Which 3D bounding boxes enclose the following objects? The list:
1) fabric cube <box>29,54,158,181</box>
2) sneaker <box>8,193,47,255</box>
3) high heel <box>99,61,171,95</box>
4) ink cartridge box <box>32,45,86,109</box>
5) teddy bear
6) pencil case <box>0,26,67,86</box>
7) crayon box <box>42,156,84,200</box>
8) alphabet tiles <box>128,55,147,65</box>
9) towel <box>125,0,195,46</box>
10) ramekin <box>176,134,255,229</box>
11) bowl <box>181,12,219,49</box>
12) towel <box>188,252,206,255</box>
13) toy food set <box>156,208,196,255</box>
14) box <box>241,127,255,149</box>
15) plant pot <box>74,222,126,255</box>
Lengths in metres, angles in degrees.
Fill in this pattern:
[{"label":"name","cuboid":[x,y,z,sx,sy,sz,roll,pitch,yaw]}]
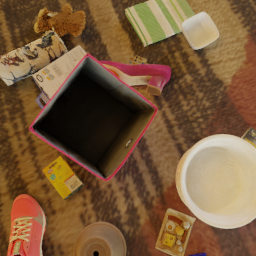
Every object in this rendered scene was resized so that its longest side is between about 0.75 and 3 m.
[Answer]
[{"label":"fabric cube","cuboid":[-1.110,-0.259,8.599,2.586,2.578,2.537,37,82,-11]},{"label":"sneaker","cuboid":[-3.134,3.447,8.613,1.075,1.265,2.917,-10,72,-3]},{"label":"high heel","cuboid":[0.225,-2.242,10.668,2.768,0.932,1.328,19,59,13]},{"label":"ink cartridge box","cuboid":[-2.284,-1.626,10.360,2.508,0.957,1.711,-37,76,-12]},{"label":"teddy bear","cuboid":[-2.756,-4.267,11.412,2.241,0.748,1.625,-7,65,6]},{"label":"pencil case","cuboid":[-3.727,-2.663,10.604,2.801,1.090,1.253,-27,88,-8]},{"label":"crayon box","cuboid":[-2.237,1.706,9.650,0.814,0.326,1.282,-38,77,-11]},{"label":"alphabet tiles","cuboid":[0.350,-2.404,11.099,0.825,0.031,0.992,23,74,7]},{"label":"towel","cuboid":[1.404,-4.608,11.669,2.562,0.300,1.954,-25,76,-9]},{"label":"ramekin","cuboid":[2.851,1.643,8.951,2.763,1.347,2.763,1,82,-4]},{"label":"bowl","cuboid":[2.842,-3.828,11.228,1.284,0.480,1.286,-30,87,-8]},{"label":"towel","cuboid":[2.277,4.413,8.868,0.593,0.199,0.803,-10,73,-2]},{"label":"toy food set","cuboid":[1.548,3.412,9.074,0.958,0.403,1.335,20,74,6]},{"label":"box","cuboid":[4.587,0.775,9.946,1.324,0.320,1.049,40,77,11]},{"label":"plant pot","cuboid":[-0.903,3.698,8.441,1.676,1.462,1.676,0,72,1]}]
